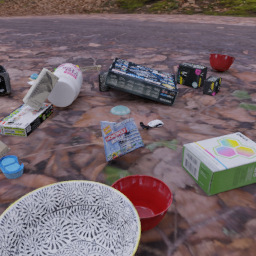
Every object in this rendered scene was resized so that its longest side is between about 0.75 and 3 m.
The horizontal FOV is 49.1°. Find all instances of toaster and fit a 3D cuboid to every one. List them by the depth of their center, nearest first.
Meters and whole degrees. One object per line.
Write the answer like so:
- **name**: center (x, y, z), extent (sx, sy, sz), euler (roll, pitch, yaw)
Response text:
- **toaster**: center (-6.255, -2.081, 12.421), extent (1.712, 1.123, 1.893), euler (-16, 31, -28)

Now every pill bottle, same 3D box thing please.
- **pill bottle**: center (-2.618, -1.796, 11.682), extent (1.291, 1.291, 2.277), euler (-1, 28, -2)

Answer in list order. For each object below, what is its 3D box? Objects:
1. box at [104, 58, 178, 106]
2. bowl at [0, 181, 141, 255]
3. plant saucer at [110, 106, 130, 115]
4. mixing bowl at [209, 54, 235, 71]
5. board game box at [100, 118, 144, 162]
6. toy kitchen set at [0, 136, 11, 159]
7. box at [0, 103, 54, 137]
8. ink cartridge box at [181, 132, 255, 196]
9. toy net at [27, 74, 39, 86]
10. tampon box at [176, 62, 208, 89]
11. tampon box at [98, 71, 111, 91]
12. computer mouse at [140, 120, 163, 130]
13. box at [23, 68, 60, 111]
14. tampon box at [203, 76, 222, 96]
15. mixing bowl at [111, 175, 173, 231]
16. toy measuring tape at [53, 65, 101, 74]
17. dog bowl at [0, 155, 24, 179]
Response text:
- **box**: center (0.626, -2.081, 12.094), extent (2.972, 0.684, 2.362), euler (16, 27, -3)
- **bowl**: center (-0.943, 1.994, 4.592), extent (2.301, 1.080, 2.301), euler (-1, 27, 0)
- **plant saucer**: center (-0.293, -0.718, 10.855), extent (0.781, 0.150, 0.781), euler (0, 28, 0)
- **mixing bowl**: center (5.120, -3.590, 15.514), extent (1.414, 0.766, 1.414), euler (12, 8, -2)
- **board game box**: center (-0.267, 0.198, 7.570), extent (1.102, 1.102, 0.340), euler (-28, -11, 27)
- **toy kitchen set**: center (-4.257, 0.091, 7.329), extent (1.566, 1.731, 1.919), euler (3, 32, 21)
- **box**: center (-3.603, -0.367, 9.932), extent (1.138, 0.359, 2.068), euler (5, 28, 10)
- **ink cartridge box**: center (2.807, 0.799, 7.267), extent (2.511, 0.745, 1.304), euler (-10, 29, -18)
- **toy net**: center (-4.417, -2.300, 13.752), extent (0.924, 0.340, 1.762), euler (-2, 29, -11)
- **tampon box**: center (3.065, -2.564, 13.550), extent (1.240, 0.929, 0.783), euler (24, 36, 38)
- **tampon box**: center (-1.056, -2.155, 12.925), extent (0.496, 0.785, 0.589), euler (3, 28, 6)
- **computer mouse**: center (0.852, -0.153, 9.720), extent (0.829, 0.182, 0.455), euler (-13, 29, -23)
- **box**: center (-3.073, -1.366, 9.903), extent (0.579, 1.410, 0.482), euler (31, 2, -37)
- **tampon box**: center (3.796, -1.911, 12.605), extent (0.545, 0.646, 0.863), euler (17, 32, 29)
- **mixing bowl**: center (0.242, 1.614, 5.746), extent (1.287, 0.697, 1.287), euler (0, 28, 0)
- **toy measuring tape**: center (-2.430, -2.591, 13.633), extent (2.602, 0.957, 0.957), euler (-11, 29, -24)
- **dog bowl**: center (-3.084, 1.033, 7.383), extent (0.510, 0.227, 0.915), euler (-21, 35, -35)
